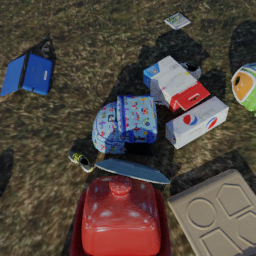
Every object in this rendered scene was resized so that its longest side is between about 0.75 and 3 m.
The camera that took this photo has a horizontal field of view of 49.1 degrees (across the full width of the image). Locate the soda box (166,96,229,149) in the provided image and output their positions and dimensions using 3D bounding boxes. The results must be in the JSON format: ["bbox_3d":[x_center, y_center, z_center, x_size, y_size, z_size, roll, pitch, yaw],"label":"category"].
[{"bbox_3d":[2.499,-0.214,10.185,2.320,0.790,0.739,-28,53,-15],"label":"soda box"}]

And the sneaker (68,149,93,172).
[{"bbox_3d":[-1.639,1.037,9.665,1.134,0.480,0.422,34,64,19],"label":"sneaker"}]

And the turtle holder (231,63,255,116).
[{"bbox_3d":[5.023,-1.725,10.561,2.304,1.750,1.636,-37,66,-11],"label":"turtle holder"}]

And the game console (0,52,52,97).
[{"bbox_3d":[-4.208,-2.078,11.715,1.636,1.134,1.917,16,55,-27],"label":"game console"}]

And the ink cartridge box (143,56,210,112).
[{"bbox_3d":[1.796,-1.550,10.655,1.338,0.774,2.303,-32,65,-17],"label":"ink cartridge box"}]

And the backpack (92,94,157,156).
[{"bbox_3d":[-0.165,-0.120,9.775,2.252,1.515,2.056,1,60,2],"label":"backpack"}]

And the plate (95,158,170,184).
[{"bbox_3d":[0.160,1.245,8.529,2.347,2.347,0.300,13,88,8],"label":"plate"}]

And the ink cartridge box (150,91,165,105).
[{"bbox_3d":[1.269,-1.417,11.230,0.729,0.337,1.337,9,61,5],"label":"ink cartridge box"}]

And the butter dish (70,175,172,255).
[{"bbox_3d":[-0.203,2.190,7.766,2.725,2.014,2.717,0,35,-1],"label":"butter dish"}]

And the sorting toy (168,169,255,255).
[{"bbox_3d":[2.989,2.902,8.585,2.639,0.520,2.851,-22,57,-13],"label":"sorting toy"}]

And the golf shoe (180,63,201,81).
[{"bbox_3d":[2.183,-2.489,11.586,1.730,0.841,0.677,15,62,11],"label":"golf shoe"}]

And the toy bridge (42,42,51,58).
[{"bbox_3d":[-3.709,-3.513,12.609,0.312,0.126,0.928,-1,59,2],"label":"toy bridge"}]

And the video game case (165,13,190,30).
[{"bbox_3d":[2.402,-5.186,13.631,0.924,0.102,0.842,-32,64,-17],"label":"video game case"}]
